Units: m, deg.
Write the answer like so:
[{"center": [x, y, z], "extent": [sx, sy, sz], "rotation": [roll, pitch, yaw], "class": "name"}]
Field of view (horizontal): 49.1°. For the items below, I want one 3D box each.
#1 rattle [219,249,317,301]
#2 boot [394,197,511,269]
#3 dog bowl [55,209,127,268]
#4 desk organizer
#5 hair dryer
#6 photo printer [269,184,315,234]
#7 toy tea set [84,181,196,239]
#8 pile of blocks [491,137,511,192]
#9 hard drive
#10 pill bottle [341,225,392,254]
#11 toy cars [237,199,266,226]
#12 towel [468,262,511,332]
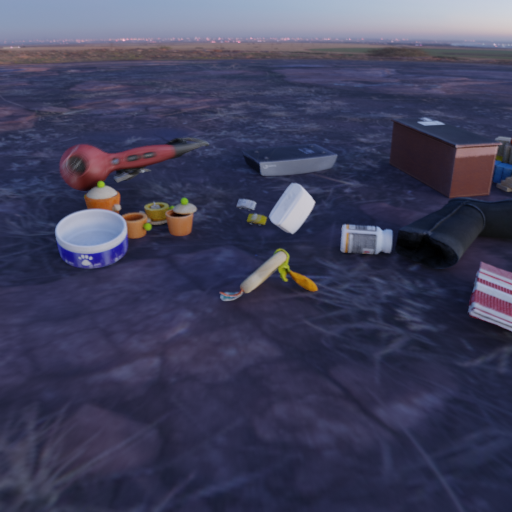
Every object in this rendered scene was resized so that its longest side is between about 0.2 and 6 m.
[{"center": [0.167, 0.569, 8.884], "extent": [1.307, 0.934, 0.851], "rotation": [-41, 12, -34], "class": "rattle"}, {"center": [4.007, -0.442, 10.298], "extent": [2.059, 0.820, 2.498], "rotation": [7, 20, 39], "class": "boot"}, {"center": [-2.980, -0.325, 10.204], "extent": [1.242, 0.489, 1.242], "rotation": [3, 36, -2], "class": "dog bowl"}, {"center": [4.752, -2.662, 14.650], "extent": [1.210, 1.299, 3.375], "rotation": [-6, 25, -12], "class": "desk organizer"}, {"center": [-3.009, -2.249, 12.401], "extent": [2.819, 1.005, 3.701], "rotation": [-17, 10, 30], "class": "hair dryer"}, {"center": [0.705, -0.856, 10.557], "extent": [0.354, 0.847, 1.018], "rotation": [36, 3, 21], "class": "photo printer"}, {"center": [-2.471, -0.989, 11.427], "extent": [2.486, 0.920, 1.478], "rotation": [-3, 25, -6], "class": "toy tea set"}, {"center": [6.762, -2.397, 14.227], "extent": [1.565, 1.185, 3.813], "rotation": [-8, 25, -16], "class": "pile of blocks"}, {"center": [0.930, -2.718, 15.769], "extent": [2.322, 0.491, 1.566], "rotation": [-9, 26, -19], "class": "hard drive"}, {"center": [2.038, -0.296, 10.390], "extent": [0.907, 0.528, 0.528], "rotation": [5, 25, 8], "class": "pill bottle"}, {"center": [-0.119, -0.951, 11.853], "extent": [0.386, 0.191, 0.861], "rotation": [-35, 62, 1], "class": "toy cars"}, {"center": [3.846, 0.707, 8.234], "extent": [1.313, 0.207, 1.823], "rotation": [22, 28, 17], "class": "towel"}]
